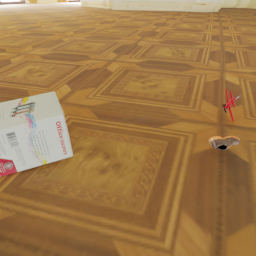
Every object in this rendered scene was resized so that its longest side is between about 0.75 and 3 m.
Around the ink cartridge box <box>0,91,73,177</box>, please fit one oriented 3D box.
[{"bbox_3d":[-2.524,0.097,7.168,1.873,1.361,1.355,-14,38,-15],"label":"ink cartridge box"}]

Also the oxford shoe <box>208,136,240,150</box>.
[{"bbox_3d":[2.665,0.447,7.627,1.004,0.358,0.366,-1,54,-22],"label":"oxford shoe"}]

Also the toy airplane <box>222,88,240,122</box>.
[{"bbox_3d":[3.330,-0.799,9.152,0.224,1.216,1.216,-7,30,-3],"label":"toy airplane"}]
